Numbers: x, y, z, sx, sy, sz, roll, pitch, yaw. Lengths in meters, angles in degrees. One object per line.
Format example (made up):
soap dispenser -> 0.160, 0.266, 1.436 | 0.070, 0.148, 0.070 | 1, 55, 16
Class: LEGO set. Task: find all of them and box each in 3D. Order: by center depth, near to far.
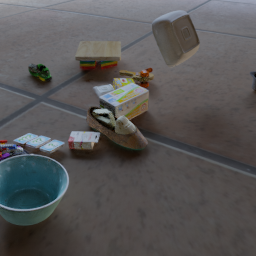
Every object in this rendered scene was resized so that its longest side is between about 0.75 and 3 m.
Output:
LEGO set -> -2.967, 0.520, 7.643 | 1.497, 0.492, 2.004 | 14, 26, 27

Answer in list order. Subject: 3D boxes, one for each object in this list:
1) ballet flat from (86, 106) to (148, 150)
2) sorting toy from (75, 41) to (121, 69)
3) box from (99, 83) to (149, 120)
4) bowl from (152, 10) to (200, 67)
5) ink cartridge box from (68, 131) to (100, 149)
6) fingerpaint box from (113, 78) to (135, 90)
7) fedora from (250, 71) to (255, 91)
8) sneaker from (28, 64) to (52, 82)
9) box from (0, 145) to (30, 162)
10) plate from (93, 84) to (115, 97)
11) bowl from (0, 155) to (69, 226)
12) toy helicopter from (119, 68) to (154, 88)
ballet flat -> -0.418, -0.076, 8.528 | 2.325, 0.782, 0.792 | 23, 42, 28
sorting toy -> -1.330, -3.410, 13.184 | 2.002, 0.701, 2.014 | 0, 36, -1
box -> -0.109, -0.831, 9.554 | 1.556, 0.789, 0.875 | -29, 45, -34
bowl -> 1.860, -3.331, 10.214 | 1.862, 1.859, 0.695 | -36, 17, -34
ink cartridge box -> -1.283, 0.367, 8.332 | 0.872, 0.294, 0.508 | 2, 36, 5
fingerpaint box -> -0.110, -1.585, 10.913 | 0.795, 0.349, 0.952 | -2, 35, -16
fedora -> 5.327, -1.727, 10.949 | 1.335, 0.603, 1.181 | -4, 37, -16
sneaker -> -3.783, -2.528, 12.041 | 1.471, 0.627, 0.574 | 27, 44, 33
box -> -2.936, 1.074, 7.394 | 1.451, 0.262, 1.038 | 25, 44, 32
plate -> -0.913, -1.518, 11.073 | 0.799, 0.129, 0.798 | -14, 39, -18
bowl -> -2.202, 1.447, 6.197 | 1.702, 0.890, 1.702 | 9, 32, -6
toy helicopter -> 0.370, -2.251, 11.712 | 1.549, 0.611, 1.024 | 16, 36, 24
